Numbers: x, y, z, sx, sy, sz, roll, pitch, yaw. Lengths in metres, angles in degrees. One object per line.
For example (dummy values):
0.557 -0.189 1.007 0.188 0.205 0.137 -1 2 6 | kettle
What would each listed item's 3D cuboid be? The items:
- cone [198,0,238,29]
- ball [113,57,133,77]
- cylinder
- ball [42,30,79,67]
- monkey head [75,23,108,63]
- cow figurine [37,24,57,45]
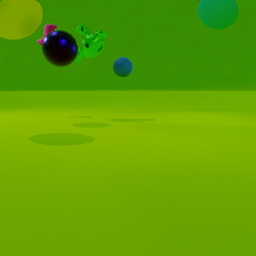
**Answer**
2.617 -3.493 7.736 1.064 1.064 1.068 6 51 35 | cone
-0.209 -2.441 11.267 0.786 0.786 0.786 0 8 0 | ball
-3.201 -3.364 7.484 1.396 1.396 1.396 -29 -19 -11 | cylinder
-2.372 -2.782 9.838 1.251 1.251 1.251 0 8 0 | ball
-1.569 -3.473 11.143 1.790 1.288 1.079 -34 27 28 | monkey head
-3.575 -4.098 12.400 0.531 0.968 0.953 27 40 32 | cow figurine
